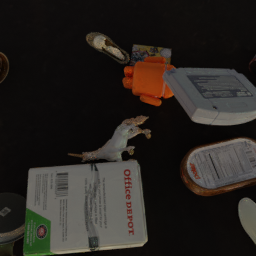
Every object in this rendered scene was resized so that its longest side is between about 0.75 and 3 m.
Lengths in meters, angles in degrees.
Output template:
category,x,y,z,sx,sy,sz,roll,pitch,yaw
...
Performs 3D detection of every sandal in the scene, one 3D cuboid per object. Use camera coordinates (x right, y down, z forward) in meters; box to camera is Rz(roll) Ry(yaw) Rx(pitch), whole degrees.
category,x,y,z,sx,sy,sz,roll,pitch,yaw
sandal,-3.248,2.869,7.076,0.828,0.743,2.258,20,35,-35

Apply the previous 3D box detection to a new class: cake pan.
category,x,y,z,sx,sy,sz,roll,pitch,yaw
cake pan,-3.190,2.239,7.185,1.559,0.286,1.559,11,30,-6

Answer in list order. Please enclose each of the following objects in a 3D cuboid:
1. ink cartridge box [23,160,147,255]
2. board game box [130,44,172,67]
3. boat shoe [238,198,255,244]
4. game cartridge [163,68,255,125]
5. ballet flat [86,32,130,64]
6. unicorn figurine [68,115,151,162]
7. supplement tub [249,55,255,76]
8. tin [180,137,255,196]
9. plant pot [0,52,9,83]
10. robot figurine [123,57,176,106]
category,x,y,z,sx,sy,sz,roll,pitch,yaw
ink cartridge box,-1.035,2.067,7.230,2.845,1.182,2.086,-4,64,-2
board game box,0.806,-2.460,9.946,1.396,0.242,0.946,8,65,3
boat shoe,3.514,2.685,7.297,0.540,0.646,1.806,15,42,-38
game cartridge,2.659,-0.963,8.186,2.985,0.610,1.987,-5,47,-29
ballet flat,-0.654,-2.742,9.508,1.683,0.634,0.571,31,99,-11
unicorn figurine,-0.331,0.506,8.169,1.543,0.830,2.247,5,37,39
supplement tub,4.909,-2.493,9.631,0.845,0.845,1.580,37,69,16
tin,2.808,1.062,8.127,2.587,0.542,1.448,-13,61,-6
plant pot,-4.881,-2.166,9.373,1.189,1.201,1.201,26,67,22
robot figurine,0.811,-1.526,9.032,1.916,1.117,1.378,6,43,4
